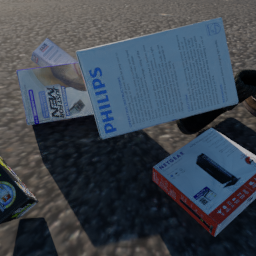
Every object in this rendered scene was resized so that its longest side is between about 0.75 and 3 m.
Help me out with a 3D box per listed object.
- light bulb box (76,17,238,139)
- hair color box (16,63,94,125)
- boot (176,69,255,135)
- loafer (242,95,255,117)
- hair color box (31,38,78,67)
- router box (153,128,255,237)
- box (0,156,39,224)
[{"bbox_3d":[0.459,-1.045,6.426,2.774,1.731,2.749,-15,7,-4],"label":"light bulb box"},{"bbox_3d":[-1.696,-1.151,8.688,2.993,1.636,0.970,-11,8,-12],"label":"hair color box"},{"bbox_3d":[2.663,-0.779,8.098,2.457,1.837,0.925,-32,90,-31],"label":"boot"},{"bbox_3d":[4.710,-0.545,8.439,1.016,0.987,2.781,-17,47,-33],"label":"loafer"},{"bbox_3d":[-2.489,-2.316,10.089,1.728,0.524,0.855,37,61,-10],"label":"hair color box"},{"bbox_3d":[2.015,1.134,6.677,2.172,0.530,1.949,-30,49,-27],"label":"router box"},{"bbox_3d":[-2.588,0.773,5.209,0.562,2.538,2.033,-40,87,-21],"label":"box"}]
